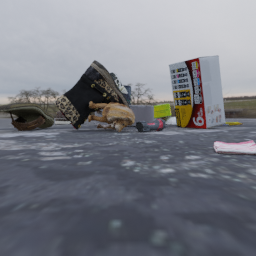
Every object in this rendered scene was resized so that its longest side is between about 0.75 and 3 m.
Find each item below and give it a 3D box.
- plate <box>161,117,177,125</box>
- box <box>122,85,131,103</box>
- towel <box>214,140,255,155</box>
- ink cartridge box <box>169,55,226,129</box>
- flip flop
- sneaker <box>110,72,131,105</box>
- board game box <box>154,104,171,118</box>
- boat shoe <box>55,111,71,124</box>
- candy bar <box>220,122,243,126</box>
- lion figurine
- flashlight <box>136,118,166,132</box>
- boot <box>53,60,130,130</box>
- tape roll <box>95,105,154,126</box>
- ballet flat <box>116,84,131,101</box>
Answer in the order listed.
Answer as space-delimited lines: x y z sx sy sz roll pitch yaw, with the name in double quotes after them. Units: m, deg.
3.151 -0.428 15.975 2.649 0.428 2.643 -1 2 -16 "plate"
-0.756 -1.527 18.218 1.912 2.424 0.618 1 0 7 "box"
1.528 0.265 3.936 0.596 0.122 0.815 0 3 14 "towel"
2.510 -1.348 11.101 1.086 2.590 2.274 -13 8 -29 "ink cartridge box"
-3.380 -0.255 9.461 1.161 0.824 2.863 -3 -13 8 "flip flop"
-0.479 -1.678 14.040 0.845 2.269 0.960 -22 -9 18 "sneaker"
0.968 -0.804 16.065 2.917 0.694 1.482 -9 1 10 "board game box"
-3.696 -0.628 16.828 0.904 0.749 2.517 0 3 8 "boat shoe"
4.783 -0.203 13.713 1.664 0.184 0.415 -1 -1 -9 "candy bar"
-0.443 -0.341 9.384 1.515 0.896 2.474 6 0 6 "lion figurine"
0.705 -0.092 8.733 0.412 0.413 1.216 -1 1 41 "flashlight"
-1.139 -0.735 9.682 0.988 2.034 2.701 39 -13 40 "boot"
-0.173 -0.597 13.704 2.898 0.957 2.898 0 1 0 "tape roll"
-0.477 -1.728 12.987 1.656 0.605 0.605 16 -5 -27 "ballet flat"
